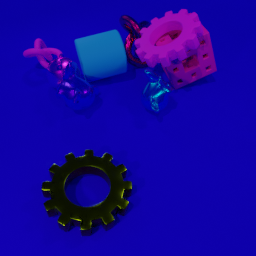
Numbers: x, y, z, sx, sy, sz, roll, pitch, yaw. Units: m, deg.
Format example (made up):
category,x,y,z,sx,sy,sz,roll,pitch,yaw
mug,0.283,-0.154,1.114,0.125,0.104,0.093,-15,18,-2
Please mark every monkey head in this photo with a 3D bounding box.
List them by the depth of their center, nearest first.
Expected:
category,x,y,z,sx,sy,sz,roll,pitch,yaw
monkey head,0.649,-0.994,7.610,0.907,1.083,1.506,-47,22,11
monkey head,-1.358,-1.119,7.693,1.012,1.208,1.679,20,20,9

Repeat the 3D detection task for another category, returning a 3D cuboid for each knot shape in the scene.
category,x,y,z,sx,sy,sz,roll,pitch,yaw
knot shape,-2.873,-2.460,9.302,1.264,0.584,1.183,45,32,24
knot shape,0.270,-3.105,9.520,0.837,1.695,1.811,-10,53,25

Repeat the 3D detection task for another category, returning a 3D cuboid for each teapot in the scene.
category,x,y,z,sx,sy,sz,roll,pitch,yaw
teapot,-2.003,-1.690,8.499,1.050,0.827,1.689,-11,49,0

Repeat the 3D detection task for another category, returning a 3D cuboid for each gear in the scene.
category,x,y,z,sx,sy,sz,roll,pitch,yaw
gear,-0.830,1.265,5.785,1.790,0.331,1.790,3,48,-3
gear,1.093,-2.479,7.701,1.850,0.342,1.850,-17,51,21

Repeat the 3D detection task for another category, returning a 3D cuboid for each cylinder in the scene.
category,x,y,z,sx,sy,sz,roll,pitch,yaw
cylinder,-0.834,-2.221,8.687,1.326,1.326,1.326,-16,46,-7

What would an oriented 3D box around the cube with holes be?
category,x,y,z,sx,sy,sz,roll,pitch,yaw
cube with holes,1.679,-2.338,8.589,1.379,1.379,1.379,-24,45,7
